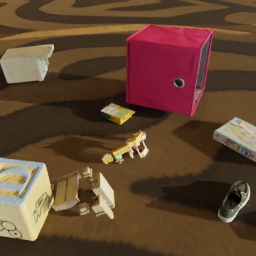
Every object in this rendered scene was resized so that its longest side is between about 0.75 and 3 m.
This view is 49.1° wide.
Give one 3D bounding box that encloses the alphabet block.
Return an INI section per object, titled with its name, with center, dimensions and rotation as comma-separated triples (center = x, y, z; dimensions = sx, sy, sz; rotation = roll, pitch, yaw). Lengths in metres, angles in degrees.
[alphabet block]
center = -2.752, 1.730, 6.884
dimensions = 1.346, 1.379, 1.354
rotation = 7, 37, 8

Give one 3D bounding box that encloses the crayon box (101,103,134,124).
[crayon box]
center = -0.390, -0.536, 10.939
dimensions = 1.147, 0.296, 0.721
rotation = 22, 42, 28

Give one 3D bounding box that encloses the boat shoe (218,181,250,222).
[boat shoe]
center = 2.894, 1.867, 7.492
dimensions = 0.531, 0.438, 1.547
rotation = 24, 42, 29

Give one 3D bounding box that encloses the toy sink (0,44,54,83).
[toy sink]
center = -4.713, -3.110, 13.665
dimensions = 2.309, 1.294, 1.505
rotation = -7, 36, -1

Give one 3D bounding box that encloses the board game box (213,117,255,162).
[board game box]
center = 4.152, 0.415, 9.586
dimensions = 1.334, 0.340, 1.984
rotation = -27, 43, -31

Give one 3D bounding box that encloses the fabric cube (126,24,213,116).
[fabric cube]
center = 1.661, -2.451, 11.271
dimensions = 2.738, 2.695, 2.747
rotation = 14, 35, 18

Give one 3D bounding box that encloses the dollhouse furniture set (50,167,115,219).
[dollhouse furniture set]
center = -1.340, 2.000, 7.463
dimensions = 1.787, 0.873, 1.524
rotation = -23, 34, 9

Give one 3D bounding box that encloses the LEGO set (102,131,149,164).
[LEGO set]
center = 0.064, 0.774, 9.059
dimensions = 1.796, 0.668, 0.826
rotation = -36, 15, -33
